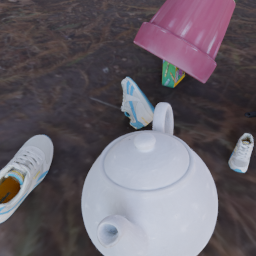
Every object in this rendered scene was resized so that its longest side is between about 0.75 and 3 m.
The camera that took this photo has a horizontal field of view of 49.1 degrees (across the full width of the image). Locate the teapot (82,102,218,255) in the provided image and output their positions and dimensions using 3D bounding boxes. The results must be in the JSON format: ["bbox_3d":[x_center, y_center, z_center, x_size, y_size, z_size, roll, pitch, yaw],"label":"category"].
[{"bbox_3d":[0.371,0.931,5.097,2.706,2.002,2.742,-19,34,-19],"label":"teapot"}]

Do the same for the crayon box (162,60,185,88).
[{"bbox_3d":[1.526,-2.217,9.067,0.458,1.571,0.933,19,41,26],"label":"crayon box"}]

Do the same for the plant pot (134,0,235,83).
[{"bbox_3d":[1.859,-3.030,8.555,2.657,2.378,2.657,29,14,-8],"label":"plant pot"}]

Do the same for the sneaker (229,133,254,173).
[{"bbox_3d":[2.777,0.597,6.838,0.456,0.482,1.193,16,42,19],"label":"sneaker"}]

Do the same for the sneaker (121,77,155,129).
[{"bbox_3d":[0.126,-0.785,8.093,0.786,0.744,1.945,-38,42,11],"label":"sneaker"}]

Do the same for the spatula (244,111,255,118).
[{"bbox_3d":[4.038,-0.419,8.019,1.707,0.175,0.482,-3,60,-21],"label":"spatula"}]

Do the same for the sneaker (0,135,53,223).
[{"bbox_3d":[-2.230,0.955,5.996,0.833,0.879,2.177,31,51,-8],"label":"sneaker"}]
